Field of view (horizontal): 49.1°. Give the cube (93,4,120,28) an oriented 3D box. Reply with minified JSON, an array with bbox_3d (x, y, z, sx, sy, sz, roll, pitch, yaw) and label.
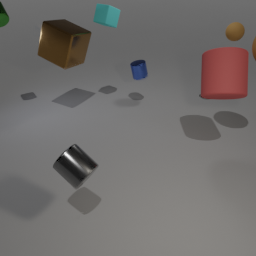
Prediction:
[{"bbox_3d":[-0.844,-4.461,11.145,0.700,0.700,0.700,24,17,34],"label":"cube"}]

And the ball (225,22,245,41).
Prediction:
[{"bbox_3d":[4.131,-3.718,10.818,0.700,0.700,0.700,0,30,0],"label":"ball"}]

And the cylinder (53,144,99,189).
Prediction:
[{"bbox_3d":[-1.106,0.818,5.964,0.700,0.700,0.700,42,40,4],"label":"cylinder"}]

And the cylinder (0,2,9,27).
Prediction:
[{"bbox_3d":[-4.789,-4.157,10.171,0.700,0.700,0.700,-22,76,-34],"label":"cylinder"}]

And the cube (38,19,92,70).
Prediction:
[{"bbox_3d":[-2.530,-3.375,11.198,1.400,1.400,1.400,29,32,12],"label":"cube"}]

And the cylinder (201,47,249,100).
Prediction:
[{"bbox_3d":[3.051,-1.678,8.891,1.400,1.400,1.400,2,-1,0],"label":"cylinder"}]

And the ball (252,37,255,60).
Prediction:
[{"bbox_3d":[4.595,-2.525,8.649,1.400,1.400,1.400,0,30,0],"label":"ball"}]

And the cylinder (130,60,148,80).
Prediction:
[{"bbox_3d":[0.504,-2.613,12.587,0.700,0.700,0.700,-10,32,7],"label":"cylinder"}]
